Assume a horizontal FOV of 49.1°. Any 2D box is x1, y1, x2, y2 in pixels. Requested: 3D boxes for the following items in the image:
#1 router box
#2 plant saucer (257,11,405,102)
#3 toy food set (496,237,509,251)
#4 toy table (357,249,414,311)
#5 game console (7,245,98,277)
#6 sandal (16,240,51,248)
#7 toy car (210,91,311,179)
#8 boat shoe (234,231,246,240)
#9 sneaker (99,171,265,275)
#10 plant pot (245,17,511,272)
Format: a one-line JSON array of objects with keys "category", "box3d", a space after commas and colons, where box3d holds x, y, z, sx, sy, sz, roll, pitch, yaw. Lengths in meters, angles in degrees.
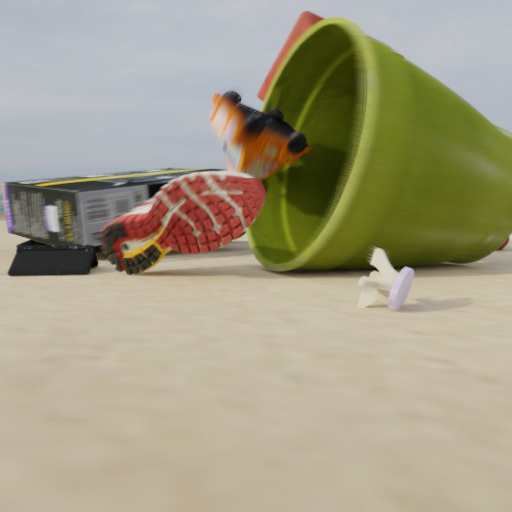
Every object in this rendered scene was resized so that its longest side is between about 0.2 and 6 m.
[{"category": "router box", "box3d": [-2.484, -1.123, 11.694, 4.310, 1.126, 3.389, -14, 17, -41]}, {"category": "plant saucer", "box3d": [1.130, -2.733, 8.896, 1.780, 0.327, 1.776, 18, -36, -16]}, {"category": "toy food set", "box3d": [4.655, -0.436, 12.222, 2.440, 0.797, 1.436, -3, 29, -8]}, {"category": "toy table", "box3d": [1.122, 0.246, 4.862, 0.349, 0.548, 0.597, 20, 1, 22]}, {"category": "game console", "box3d": [-2.792, 0.182, 7.816, 1.045, 0.608, 0.919, 0, -25, -9]}, {"category": "sandal", "box3d": [-4.667, -0.409, 12.219, 0.648, 0.365, 1.704, 0, 16, 8]}, {"category": "toy car", "box3d": [0.557, -1.009, 7.925, 3.272, 1.089, 1.605, 46, 29, 26]}, {"category": "boat shoe", "box3d": [-1.279, -0.885, 14.646, 2.610, 0.932, 0.858, -10, 38, -41]}, {"category": "sneaker", "box3d": [-0.911, -0.554, 7.091, 2.454, 0.955, 1.008, -15, 20, 35]}, {"category": "plant pot", "box3d": [1.987, -1.192, 8.177, 3.272, 3.398, 3.398, 11, 0, -23]}]
